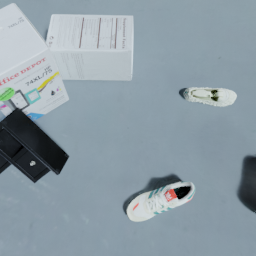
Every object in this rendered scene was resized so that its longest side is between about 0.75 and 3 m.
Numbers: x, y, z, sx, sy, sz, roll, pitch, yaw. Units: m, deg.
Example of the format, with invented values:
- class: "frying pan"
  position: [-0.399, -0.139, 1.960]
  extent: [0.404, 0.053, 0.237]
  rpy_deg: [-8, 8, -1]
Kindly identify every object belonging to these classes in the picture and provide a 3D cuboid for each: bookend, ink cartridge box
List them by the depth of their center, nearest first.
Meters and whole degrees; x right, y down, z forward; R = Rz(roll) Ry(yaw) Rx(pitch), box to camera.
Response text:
- class: "bookend"
  position: [-3.004, 0.816, 7.549]
  extent: [1.924, 0.886, 1.912]
  rpy_deg: [-36, 108, 23]
- class: "ink cartridge box"
  position: [-3.204, -1.621, 8.028]
  extent: [1.927, 2.626, 1.918]
  rpy_deg: [-34, 71, -13]

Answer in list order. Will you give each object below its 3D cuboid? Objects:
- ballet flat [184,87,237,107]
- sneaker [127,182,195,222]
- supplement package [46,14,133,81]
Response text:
- class: "ballet flat"
  position: [2.653, -1.017, 8.930]
  extent: [1.717, 0.616, 0.616]
  rpy_deg: [3, 64, 3]
- class: "sneaker"
  position: [0.877, 1.846, 7.341]
  extent: [1.952, 0.912, 0.687]
  rpy_deg: [-18, 66, -9]
- class: "supplement package"
  position: [-1.138, -2.592, 9.156]
  extent: [2.614, 1.528, 1.534]
  rpy_deg: [1, 64, 0]
